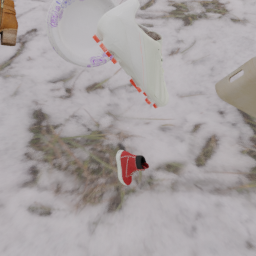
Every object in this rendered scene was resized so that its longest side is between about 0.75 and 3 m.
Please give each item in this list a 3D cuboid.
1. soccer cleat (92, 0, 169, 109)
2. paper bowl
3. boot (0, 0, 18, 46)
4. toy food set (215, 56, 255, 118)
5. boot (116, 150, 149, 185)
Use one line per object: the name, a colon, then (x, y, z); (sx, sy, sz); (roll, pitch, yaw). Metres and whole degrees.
soccer cleat: (0.390, -1.316, 5.679); (1.050, 2.706, 0.938); (-39, 51, 7)
paper bowl: (-0.994, -2.277, 6.378); (1.711, 1.711, 0.890); (-25, 26, -19)
boot: (-3.609, -2.840, 7.149); (1.583, 1.229, 0.607); (-2, 2, -36)
toy food set: (3.268, -0.911, 6.709); (1.913, 1.373, 0.578); (23, 61, -18)
boot: (0.140, 0.939, 6.052); (0.687, 0.952, 0.345); (11, 40, 25)
